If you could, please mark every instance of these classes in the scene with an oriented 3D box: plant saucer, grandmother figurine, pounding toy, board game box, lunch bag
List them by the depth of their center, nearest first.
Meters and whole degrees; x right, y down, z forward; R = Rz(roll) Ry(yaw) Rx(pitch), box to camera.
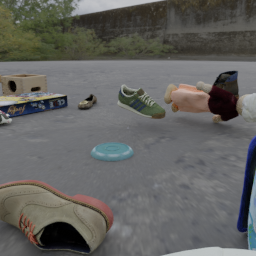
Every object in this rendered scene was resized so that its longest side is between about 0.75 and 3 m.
[{"bbox_3d":[1.562,0.676,2.671,0.886,1.182,1.391,7,18,21],"label":"lunch bag"},{"bbox_3d":[-0.305,0.438,5.448,0.838,0.115,0.838,1,16,0],"label":"plant saucer"},{"bbox_3d":[2.184,-0.661,7.061,2.642,0.800,1.602,14,-11,43],"label":"grandmother figurine"},{"bbox_3d":[-3.426,-0.820,9.291,1.580,0.404,2.332,14,21,40],"label":"board game box"},{"bbox_3d":[-4.604,-1.638,11.210,2.007,0.918,1.764,9,18,28],"label":"pounding toy"}]

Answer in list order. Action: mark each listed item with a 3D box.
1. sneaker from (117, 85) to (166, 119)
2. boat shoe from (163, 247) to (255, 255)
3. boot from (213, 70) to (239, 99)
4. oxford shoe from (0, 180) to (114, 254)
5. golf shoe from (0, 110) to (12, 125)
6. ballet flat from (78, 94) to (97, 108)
[{"bbox_3d":[0.321,-0.691,6.975,1.339,0.601,0.449,20,38,24],"label":"sneaker"},{"bbox_3d":[0.947,1.218,1.289,2.564,0.895,0.913,3,12,-2],"label":"boat shoe"},{"bbox_3d":[3.149,-1.422,10.013,2.397,1.162,0.895,-13,20,-37],"label":"boot"},{"bbox_3d":[-0.947,0.934,2.963,1.514,0.533,0.566,4,19,14],"label":"oxford shoe"},{"bbox_3d":[-3.531,-0.294,7.691,0.463,0.406,1.052,13,10,-35],"label":"golf shoe"},{"bbox_3d":[-1.404,-0.946,9.852,0.494,0.340,1.466,3,16,11],"label":"ballet flat"}]
